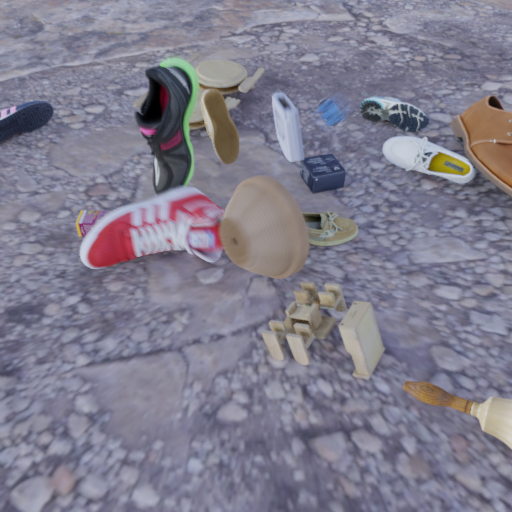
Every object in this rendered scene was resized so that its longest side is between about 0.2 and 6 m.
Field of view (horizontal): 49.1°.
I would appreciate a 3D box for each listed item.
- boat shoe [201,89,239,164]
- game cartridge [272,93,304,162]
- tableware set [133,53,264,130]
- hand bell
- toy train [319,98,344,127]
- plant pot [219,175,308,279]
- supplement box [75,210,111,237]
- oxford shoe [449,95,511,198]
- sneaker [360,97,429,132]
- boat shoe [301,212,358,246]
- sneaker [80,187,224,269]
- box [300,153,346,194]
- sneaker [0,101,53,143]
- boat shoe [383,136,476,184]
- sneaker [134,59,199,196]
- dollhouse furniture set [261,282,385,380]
[{"bbox_3d":[-0.806,-2.892,12.467,0.619,1.680,0.581,-18,25,-10],"label":"boat shoe"},{"bbox_3d":[0.528,-2.124,9.397,0.284,0.924,1.389,-8,30,-4],"label":"game cartridge"},{"bbox_3d":[-1.364,-4.212,14.837,2.289,0.694,3.463,18,46,14],"label":"tableware set"},{"bbox_3d":[2.978,2.125,7.972,1.798,0.936,0.936,15,43,32],"label":"hand bell"},{"bbox_3d":[1.337,-2.566,10.007,0.304,0.230,0.532,-37,98,-35],"label":"toy train"},{"bbox_3d":[-0.030,-0.381,9.510,0.849,1.839,1.839,-23,47,-32],"label":"plant pot"},{"bbox_3d":[-3.186,-0.643,11.171,0.678,0.350,0.444,2,42,2],"label":"supplement box"},{"bbox_3d":[5.353,-2.397,12.144,1.288,1.287,3.612,25,37,-27],"label":"oxford shoe"},{"bbox_3d":[3.625,-3.760,14.351,1.795,0.697,0.775,25,45,25],"label":"sneaker"},{"bbox_3d":[1.094,-0.626,10.986,1.821,0.573,0.664,4,43,4],"label":"boat shoe"},{"bbox_3d":[-1.686,-0.332,10.353,2.824,1.006,1.588,-31,47,-32],"label":"sneaker"},{"bbox_3d":[1.461,-1.831,12.388,0.772,0.461,0.785,-12,44,-13],"label":"box"},{"bbox_3d":[-6.173,-3.421,13.907,0.891,0.762,2.173,36,52,29],"label":"sneaker"},{"bbox_3d":[3.758,-2.136,12.325,2.110,0.779,0.899,27,11,19],"label":"boat shoe"},{"bbox_3d":[-1.891,-2.439,11.116,1.089,2.838,1.189,27,33,37],"label":"sneaker"},{"bbox_3d":[1.128,1.251,8.941,1.524,1.012,1.335,3,37,37],"label":"dollhouse furniture set"}]
